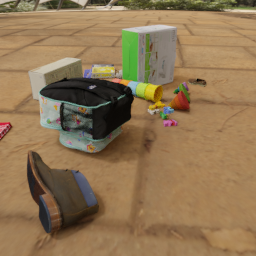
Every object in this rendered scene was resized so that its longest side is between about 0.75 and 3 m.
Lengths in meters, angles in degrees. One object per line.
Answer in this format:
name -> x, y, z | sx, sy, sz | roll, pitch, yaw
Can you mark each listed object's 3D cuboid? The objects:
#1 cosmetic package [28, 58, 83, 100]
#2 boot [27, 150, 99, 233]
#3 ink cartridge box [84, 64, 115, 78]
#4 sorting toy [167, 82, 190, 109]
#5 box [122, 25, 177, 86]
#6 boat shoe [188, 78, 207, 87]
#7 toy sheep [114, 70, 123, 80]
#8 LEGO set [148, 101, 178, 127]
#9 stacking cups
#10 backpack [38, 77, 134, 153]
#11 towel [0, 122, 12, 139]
cosmetic package -> -3.247, -2.302, 13.034 | 0.932, 1.380, 2.623 | 13, 30, 25
boot -> -1.717, 1.384, 6.905 | 1.225, 0.944, 2.528 | -6, 38, -30
ink cartridge box -> -1.610, -3.200, 15.694 | 1.723, 0.405, 1.703 | -1, 29, -6
sorting toy -> 2.160, -1.346, 12.185 | 0.840, 0.846, 2.439 | -24, 17, 23
box -> 1.058, -3.461, 13.677 | 2.427, 2.750, 1.330 | -20, 34, -31
boat shoe -> 2.957, -2.022, 11.973 | 0.866, 0.320, 0.320 | 19, 60, 35
toy sheep -> -0.342, -2.824, 14.816 | 0.845, 0.583, 0.583 | -8, 28, 5
LEGO set -> 1.177, -0.607, 10.709 | 0.649, 0.603, 1.582 | -14, 30, -24
stacking cups -> 0.355, -1.851, 12.824 | 2.576, 0.779, 0.779 | 22, 36, 36
backpack -> -1.448, -0.565, 9.036 | 2.720, 2.085, 2.391 | 19, 32, 19
towel -> -4.913, 0.246, 9.565 | 1.261, 0.196, 1.743 | 1, 29, 3
